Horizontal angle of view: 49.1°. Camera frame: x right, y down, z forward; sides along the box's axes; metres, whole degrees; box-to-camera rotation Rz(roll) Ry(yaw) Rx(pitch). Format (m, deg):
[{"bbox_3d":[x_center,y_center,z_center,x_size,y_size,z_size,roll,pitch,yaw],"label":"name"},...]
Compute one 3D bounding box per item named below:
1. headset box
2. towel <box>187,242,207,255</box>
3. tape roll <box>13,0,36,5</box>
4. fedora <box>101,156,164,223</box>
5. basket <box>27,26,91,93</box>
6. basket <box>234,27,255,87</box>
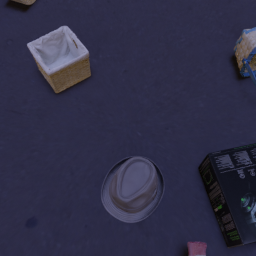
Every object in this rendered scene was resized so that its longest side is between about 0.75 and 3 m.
[{"bbox_3d":[3.212,1.670,6.990,2.058,1.097,2.364,-12,63,-7],"label":"headset box"},{"bbox_3d":[1.590,3.298,6.133,0.170,1.079,1.498,-13,65,27],"label":"towel"},{"bbox_3d":[-4.123,-5.536,10.501,1.037,1.511,1.511,20,64,9],"label":"tape roll"},{"bbox_3d":[0.141,1.458,7.263,1.606,0.820,1.816,35,68,17],"label":"fedora"},{"bbox_3d":[-2.121,-2.169,8.941,1.462,1.175,1.448,-32,67,-15],"label":"basket"},{"bbox_3d":[4.478,-2.151,8.750,1.861,1.468,2.111,-11,57,-9],"label":"basket"}]
